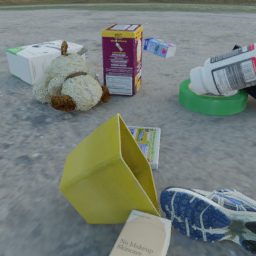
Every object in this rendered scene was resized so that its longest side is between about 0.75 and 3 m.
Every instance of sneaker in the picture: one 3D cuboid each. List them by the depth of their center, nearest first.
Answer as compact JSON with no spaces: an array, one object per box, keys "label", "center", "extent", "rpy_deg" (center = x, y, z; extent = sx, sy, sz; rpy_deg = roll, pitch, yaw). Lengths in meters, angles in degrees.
[{"label":"sneaker","center":[1.748,1.590,5.234],"extent":[2.321,0.894,0.989],"rpy_deg":[17,23,15]}]

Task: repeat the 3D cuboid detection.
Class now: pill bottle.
[{"label":"pill bottle","center":[3.098,-1.722,8.680],"extent":[2.160,1.195,1.195],"rpy_deg":[-13,21,30]}]

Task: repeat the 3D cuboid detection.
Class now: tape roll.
[{"label":"tape roll","center":[3.119,-1.241,10.366],"extent":[2.435,0.585,2.435],"rpy_deg":[-1,28,0]}]

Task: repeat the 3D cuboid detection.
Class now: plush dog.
[{"label":"plush dog","center":[-1.817,-1.581,9.937],"extent":[2.670,2.142,2.293],"rpy_deg":[-19,58,-31]}]

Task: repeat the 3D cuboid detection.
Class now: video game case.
[{"label":"video game case","center":[0.013,0.460,7.724],"extent":[1.695,0.205,1.862],"rpy_deg":[4,29,7]}]

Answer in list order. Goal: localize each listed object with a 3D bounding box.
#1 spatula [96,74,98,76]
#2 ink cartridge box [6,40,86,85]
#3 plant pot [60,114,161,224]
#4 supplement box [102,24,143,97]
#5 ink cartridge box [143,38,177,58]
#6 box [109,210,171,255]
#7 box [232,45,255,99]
[{"label":"spatula","center":[-2.148,-2.348,12.879],"extent":[0.958,0.111,1.378],"rpy_deg":[24,38,27]},{"label":"ink cartridge box","center":[-3.779,-3.188,13.166],"extent":[2.152,1.239,2.949],"rpy_deg":[26,38,38]},{"label":"plant pot","center":[-0.402,0.942,5.488],"extent":[1.385,1.570,1.570],"rpy_deg":[-26,28,11]},{"label":"supplement box","center":[-0.183,-2.683,10.997],"extent":[1.278,2.477,1.621],"rpy_deg":[6,30,10]},{"label":"ink cartridge box","center":[0.893,-2.418,8.330],"extent":[0.917,0.350,0.626],"rpy_deg":[27,32,25]},{"label":"box","center":[0.115,2.114,4.319],"extent":[0.764,0.625,1.608],"rpy_deg":[10,31,17]},{"label":"box","center":[4.814,-1.800,9.884],"extent":[1.996,1.141,2.192],"rpy_deg":[3,36,-32]}]
